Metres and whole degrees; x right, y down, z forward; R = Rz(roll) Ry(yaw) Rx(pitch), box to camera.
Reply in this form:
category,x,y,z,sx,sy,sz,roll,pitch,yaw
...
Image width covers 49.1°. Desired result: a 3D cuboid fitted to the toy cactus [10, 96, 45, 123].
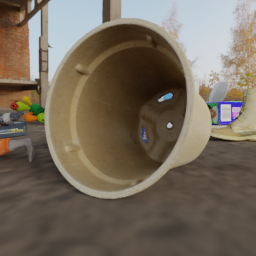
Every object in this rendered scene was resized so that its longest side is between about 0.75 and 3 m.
category,x,y,z,sx,sy,sz,roll,pitch,yaw
toy cactus,-3.297,-0.837,11.988,2.993,1.530,2.470,-7,-2,-15

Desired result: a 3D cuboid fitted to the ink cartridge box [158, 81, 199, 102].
category,x,y,z,sx,sy,sz,roll,pitch,yaw
ink cartridge box,1.802,-1.279,13.184,2.619,1.912,1.921,-4,7,-41

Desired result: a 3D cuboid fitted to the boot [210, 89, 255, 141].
category,x,y,z,sx,sy,sz,roll,pitch,yaw
boot,2.593,-0.300,6.445,1.523,1.184,0.555,0,5,3

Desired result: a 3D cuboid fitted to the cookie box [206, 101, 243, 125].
category,x,y,z,sx,sy,sz,roll,pitch,yaw
cookie box,3.543,-0.579,10.919,1.945,0.854,2.274,-2,2,-22

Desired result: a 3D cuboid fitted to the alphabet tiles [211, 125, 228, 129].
category,x,y,z,sx,sy,sz,roll,pitch,yaw
alphabet tiles,3.049,-0.015,9.355,1.365,0.102,1.395,5,7,41

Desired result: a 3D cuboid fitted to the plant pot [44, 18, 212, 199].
category,x,y,z,sx,sy,sz,roll,pitch,yaw
plant pot,0.214,-0.110,3.271,1.704,1.704,1.560,3,-6,33

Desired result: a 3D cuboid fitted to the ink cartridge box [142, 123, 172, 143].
category,x,y,z,sx,sy,sz,roll,pitch,yaw
ink cartridge box,-0.227,0.048,6.325,2.509,0.553,2.556,-1,7,-1

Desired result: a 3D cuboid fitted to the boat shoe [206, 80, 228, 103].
category,x,y,z,sx,sy,sz,roll,pitch,yaw
boat shoe,3.878,-1.288,12.794,0.726,2.016,0.625,6,29,-19

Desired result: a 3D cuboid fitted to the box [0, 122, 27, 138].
category,x,y,z,sx,sy,sz,roll,pitch,yaw
box,-3.588,0.030,7.329,1.445,0.369,1.140,3,7,29

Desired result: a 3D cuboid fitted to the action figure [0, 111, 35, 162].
category,x,y,z,sx,sy,sz,roll,pitch,yaw
action figure,-2.232,0.081,4.064,1.727,0.934,1.785,10,7,12

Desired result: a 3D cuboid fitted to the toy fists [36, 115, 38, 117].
category,x,y,z,sx,sy,sz,roll,pitch,yaw
toy fists,-3.613,-0.648,13.797,1.767,0.608,0.901,-4,-1,-26
